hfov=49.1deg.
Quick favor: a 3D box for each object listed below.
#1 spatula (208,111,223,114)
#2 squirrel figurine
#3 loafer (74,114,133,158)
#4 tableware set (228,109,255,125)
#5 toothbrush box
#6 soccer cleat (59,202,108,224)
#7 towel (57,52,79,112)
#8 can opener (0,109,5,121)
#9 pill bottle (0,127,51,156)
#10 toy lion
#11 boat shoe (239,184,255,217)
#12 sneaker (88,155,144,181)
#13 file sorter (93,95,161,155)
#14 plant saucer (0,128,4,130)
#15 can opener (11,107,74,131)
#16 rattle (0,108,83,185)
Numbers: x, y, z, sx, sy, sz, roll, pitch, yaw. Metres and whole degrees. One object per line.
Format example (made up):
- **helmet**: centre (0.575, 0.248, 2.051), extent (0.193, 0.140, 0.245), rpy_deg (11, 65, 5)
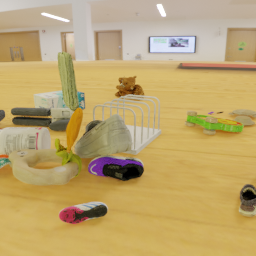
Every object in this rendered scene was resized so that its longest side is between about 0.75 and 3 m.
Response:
- **spatula**: centre (4.010, -0.703, 12.741), extent (0.820, 0.084, 0.232), rpy_deg (-3, 11, -21)
- **squirrel figurine**: centre (0.213, -2.271, 15.472), extent (1.698, 1.202, 1.585), rpy_deg (24, -20, -11)
- **loafer**: centre (-0.731, 0.260, 7.151), extent (0.929, 0.928, 2.658), rpy_deg (-7, -6, -33)
- **tableware set**: centre (5.389, -0.372, 11.345), extent (2.660, 0.309, 2.222), rpy_deg (8, 17, 28)
- **toothbrush box**: centre (-3.221, -1.244, 13.235), extent (1.953, 0.833, 1.430), rpy_deg (-17, 23, -39)
- **soccer cleat**: centre (-0.826, 1.562, 5.204), extent (0.901, 0.315, 0.389), rpy_deg (-3, 1, -14)
- **towel**: centre (-1.671, -1.287, 7.697), extent (0.288, 1.580, 1.172), rpy_deg (-12, 17, -20)
- **can opener**: centre (-5.230, -0.270, 9.988), extent (0.661, 0.828, 2.477), rpy_deg (8, 26, 2)
- **pill bottle**: centre (-3.036, 0.416, 7.817), extent (1.549, 0.878, 0.878), rpy_deg (1, 17, 2)
- **toy lion**: centre (3.290, -0.193, 10.485), extent (1.706, 0.611, 1.779), rpy_deg (-1, 16, -26)
- **boat shoe**: centre (2.445, 1.367, 5.631), extent (0.394, 0.355, 1.095), rpy_deg (9, 19, 27)
- **sneaker**: centre (-0.277, 0.984, 6.657), extent (1.371, 0.477, 0.682), rpy_deg (-1, 18, -4)
- **file sorter**: centre (0.032, -0.238, 9.117), extent (1.526, 1.369, 2.198), rpy_deg (9, 19, 24)
- **plant saucer**: centre (-4.493, 0.289, 9.208), extent (1.151, 0.186, 1.151), rpy_deg (4, 24, -2)
- **can opener**: centre (-3.213, -0.357, 10.535), extent (2.814, 0.751, 0.941), rpy_deg (3, 17, 12)
- **rattle**: centre (-2.354, 0.399, 6.646), extent (2.443, 1.746, 1.591), rpy_deg (11, 35, 15)
